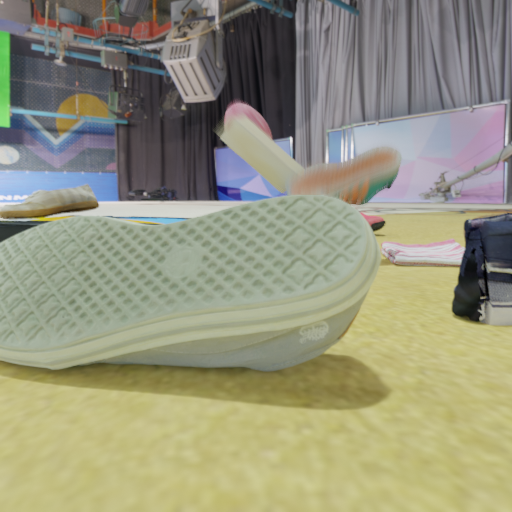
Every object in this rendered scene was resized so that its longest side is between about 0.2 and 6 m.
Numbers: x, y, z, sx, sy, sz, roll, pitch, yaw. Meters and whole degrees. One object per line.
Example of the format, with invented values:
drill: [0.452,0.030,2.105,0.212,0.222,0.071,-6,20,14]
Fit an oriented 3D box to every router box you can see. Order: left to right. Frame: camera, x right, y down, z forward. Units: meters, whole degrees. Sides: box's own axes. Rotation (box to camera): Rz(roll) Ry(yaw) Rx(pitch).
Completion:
router box: [-2.506,-0.238,9.239,3.016,0.770,2.250,3,7,20]

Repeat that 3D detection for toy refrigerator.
toy refrigerator: [0.105,-1.754,9.769,1.438,0.503,0.546,42,26,1]

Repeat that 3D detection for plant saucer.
plant saucer: [-0.201,-2.290,10.464,1.090,1.090,0.276,8,45,47]

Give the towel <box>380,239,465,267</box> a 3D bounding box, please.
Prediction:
towel: [3.039,-0.073,9.927,1.452,0.297,1.984,0,7,5]

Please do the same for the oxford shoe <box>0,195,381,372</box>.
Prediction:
oxford shoe: [-0.797,0.337,4.222,3.484,1.310,1.006,-6,-36,17]

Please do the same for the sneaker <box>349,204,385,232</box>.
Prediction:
sneaker: [2.203,-1.194,15.363,2.724,1.182,1.004,6,9,35]

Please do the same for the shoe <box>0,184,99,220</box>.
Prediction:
shoe: [-3.787,-0.987,10.253,0.663,0.506,1.895,-8,5,41]

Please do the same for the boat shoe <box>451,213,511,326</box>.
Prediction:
boat shoe: [3.065,0.088,5.534,2.249,1.043,0.840,-2,7,-12]

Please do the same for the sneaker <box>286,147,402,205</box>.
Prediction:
sneaker: [1.513,-1.157,9.594,2.065,0.825,0.737,-18,52,-8]

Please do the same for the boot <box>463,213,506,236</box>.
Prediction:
boot: [5.107,-0.276,10.135,2.341,0.824,1.676,9,5,31]
